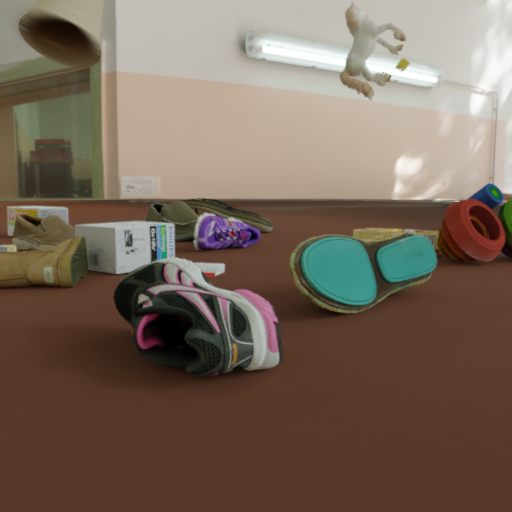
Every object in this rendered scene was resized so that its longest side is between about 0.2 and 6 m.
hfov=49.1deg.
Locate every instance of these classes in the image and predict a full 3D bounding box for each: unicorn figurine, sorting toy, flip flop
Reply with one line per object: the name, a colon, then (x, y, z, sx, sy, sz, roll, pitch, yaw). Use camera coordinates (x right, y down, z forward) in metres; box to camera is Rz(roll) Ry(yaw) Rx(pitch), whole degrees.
unicorn figurine: (1.878, -3.554, 9.421, 1.134, 1.650, 0.609, 21, -12, 6)
sorting toy: (4.543, -0.458, 11.120, 2.707, 1.627, 1.111, 4, -29, -28)
flip flop: (-1.064, -1.123, 17.226, 3.228, 0.929, 1.309, 17, 13, 11)

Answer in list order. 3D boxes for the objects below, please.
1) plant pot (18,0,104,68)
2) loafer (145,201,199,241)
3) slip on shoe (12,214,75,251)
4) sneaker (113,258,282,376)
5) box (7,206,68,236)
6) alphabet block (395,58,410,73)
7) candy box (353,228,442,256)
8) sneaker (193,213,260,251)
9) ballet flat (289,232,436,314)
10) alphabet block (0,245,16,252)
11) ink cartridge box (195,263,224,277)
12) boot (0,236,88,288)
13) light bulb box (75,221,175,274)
plant pot: (-2.580, -3.374, 7.766, 1.096, 1.004, 1.096, 9, -18, 3)
loafer: (-2.186, -0.977, 15.195, 1.093, 1.012, 2.906, -7, 10, -42)
slip on shoe: (-4.473, -0.494, 12.398, 2.646, 0.802, 1.006, 6, 10, 39)
sneaker: (-0.776, 0.512, 4.937, 0.899, 0.837, 2.083, -8, 10, -42)
box: (-6.125, -0.951, 15.657, 1.648, 0.835, 0.927, 6, 9, 38)
alphabet block: (3.296, -4.292, 12.621, 0.221, 0.222, 0.227, 35, 6, -4)
candy box: (3.136, -0.313, 12.148, 1.821, 0.504, 1.051, 4, 8, 33)
sneaker: (-0.637, -0.528, 12.784, 0.876, 0.846, 2.099, 12, 13, 33)
ballet flat: (1.243, 0.231, 7.175, 2.843, 1.005, 1.005, -8, 11, -43)
alphabet block: (-5.042, -0.072, 11.296, 0.277, 0.275, 0.282, 4, 9, 13)
ink cartridge box: (-0.901, 0.241, 9.385, 0.559, 0.196, 0.687, 3, 4, 17)
boot: (-3.738, 0.092, 8.667, 2.016, 0.667, 1.766, -2, 8, -6)
light bulb box: (-2.345, -0.185, 10.068, 1.283, 0.807, 1.294, 6, 9, 42)
